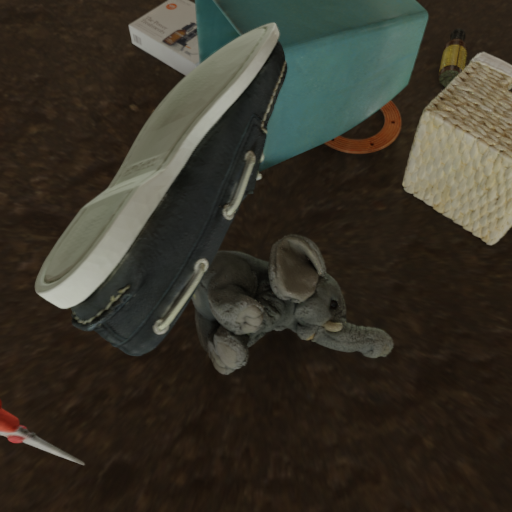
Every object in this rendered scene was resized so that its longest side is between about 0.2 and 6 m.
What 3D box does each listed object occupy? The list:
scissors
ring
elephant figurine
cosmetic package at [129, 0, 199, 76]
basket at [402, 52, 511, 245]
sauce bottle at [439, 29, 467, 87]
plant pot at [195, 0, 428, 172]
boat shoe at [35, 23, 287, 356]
[{"bbox_3d":[-1.508,1.082,3.476,0.725,1.982,0.138,-15,53,23],"label":"scissors"},{"bbox_3d":[1.694,-2.347,9.685,1.604,0.154,1.604,0,57,0],"label":"ring"},{"bbox_3d":[0.389,0.550,7.268,2.285,1.773,1.617,-14,19,-21],"label":"elephant figurine"},{"bbox_3d":[-1.320,-4.175,10.657,1.762,0.455,1.328,35,61,20],"label":"cosmetic package"},{"bbox_3d":[3.391,-1.515,8.144,1.875,1.892,1.521,39,67,22],"label":"basket"},{"bbox_3d":[3.673,-3.688,10.358,0.435,0.435,1.345,16,59,10],"label":"sauce bottle"},{"bbox_3d":[0.782,-2.770,7.569,2.653,1.875,1.874,-22,59,-15],"label":"plant pot"},{"bbox_3d":[-0.458,-0.608,4.186,1.070,0.854,2.831,1,52,50],"label":"boat shoe"}]
